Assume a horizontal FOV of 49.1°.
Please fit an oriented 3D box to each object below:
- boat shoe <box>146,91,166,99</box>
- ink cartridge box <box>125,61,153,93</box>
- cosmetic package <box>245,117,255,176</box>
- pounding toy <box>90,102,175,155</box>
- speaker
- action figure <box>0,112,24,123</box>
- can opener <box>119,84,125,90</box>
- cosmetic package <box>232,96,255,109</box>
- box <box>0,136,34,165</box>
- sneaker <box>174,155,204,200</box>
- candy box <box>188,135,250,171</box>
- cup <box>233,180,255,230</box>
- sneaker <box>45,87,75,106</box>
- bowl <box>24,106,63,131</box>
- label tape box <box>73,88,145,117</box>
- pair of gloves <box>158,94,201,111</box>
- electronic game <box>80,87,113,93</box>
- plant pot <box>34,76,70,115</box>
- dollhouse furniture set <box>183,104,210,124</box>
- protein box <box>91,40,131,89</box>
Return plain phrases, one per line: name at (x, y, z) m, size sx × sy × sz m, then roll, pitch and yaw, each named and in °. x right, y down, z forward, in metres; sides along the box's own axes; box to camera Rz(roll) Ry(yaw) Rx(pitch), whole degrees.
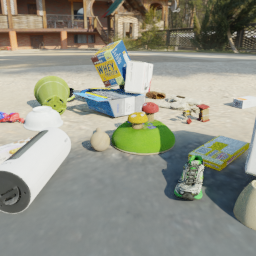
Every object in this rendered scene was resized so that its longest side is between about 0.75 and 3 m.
boat shoe at (1.581, -1.869, 15.977) m, size 1.182 × 0.426 × 0.399 m, roll 5°, pitch 18°, yaw 7°
ink cartridge box at (0.562, -2.416, 13.383) m, size 0.806 × 1.427 × 1.944 m, roll 9°, pitch 13°, yaw 15°
cosmetic package at (4.497, 0.202, 6.282) m, size 2.936 × 2.422 × 2.420 m, roll 12°, pitch -1°, yaw 30°
pounding toy at (0.206, -0.132, 9.754) m, size 2.924 × 1.357 × 2.257 m, roll 0°, pitch 20°, yaw -2°
speaker at (-2.405, 0.937, 7.186) m, size 1.118 × 1.118 × 2.752 m, roll 3°, pitch 20°, yaw 7°
action figure at (-5.399, -0.503, 12.095) m, size 2.050 × 0.530 × 0.671 m, roll 10°, pitch 27°, yaw 13°
can opener at (-0.264, -2.357, 15.552) m, size 0.741 × 0.935 × 2.814 m, roll -45°, pitch 1°, yaw -2°
cosmetic package at (6.083, -1.332, 14.440) m, size 1.275 × 0.454 × 0.647 m, roll -11°, pitch 22°, yaw -30°
box at (-3.471, 0.742, 8.615) m, size 0.475 × 0.509 × 2.456 m, roll 16°, pitch 24°, yaw 38°
sneaker at (1.550, 1.206, 6.985) m, size 0.662 × 0.723 × 1.696 m, roll 6°, pitch 21°, yaw 15°
candy box at (2.937, 0.734, 8.943) m, size 1.072 × 0.277 × 2.097 m, roll 21°, pitch 29°, yaw 39°
cup at (2.858, 1.553, 5.946) m, size 1.079 × 0.771 × 1.079 m, roll 0°, pitch 19°, yaw 0°
sneaker at (-3.667, -1.745, 14.979) m, size 0.744 × 0.859 × 2.075 m, roll 11°, pitch 23°, yaw 28°
bowl at (-3.537, -0.467, 11.655) m, size 1.605 × 0.722 × 1.605 m, roll 0°, pitch 20°, yaw 0°
label tape box at (-0.880, -1.189, 13.215) m, size 2.819 × 0.892 × 2.033 m, roll -13°, pitch 23°, yaw -40°
pair of gloves at (2.728, -1.352, 14.634) m, size 1.790 × 0.369 × 2.105 m, roll 13°, pitch 24°, yaw 31°
electronic game at (-1.712, -2.103, 16.570) m, size 2.209 × 0.460 × 2.209 m, roll 0°, pitch 19°, yaw 0°
plant pot at (-3.531, -1.373, 13.207) m, size 1.718 × 1.718 × 1.631 m, roll -6°, pitch 32°, yaw -16°
dollhouse furniture set at (2.881, -0.556, 12.032) m, size 1.268 × 0.682 × 0.516 m, roll -14°, pitch 24°, yaw -19°
protein box at (-0.673, -3.061, 13.424) m, size 1.099 × 1.629 × 1.617 m, roll -11°, pitch 31°, yaw 28°
